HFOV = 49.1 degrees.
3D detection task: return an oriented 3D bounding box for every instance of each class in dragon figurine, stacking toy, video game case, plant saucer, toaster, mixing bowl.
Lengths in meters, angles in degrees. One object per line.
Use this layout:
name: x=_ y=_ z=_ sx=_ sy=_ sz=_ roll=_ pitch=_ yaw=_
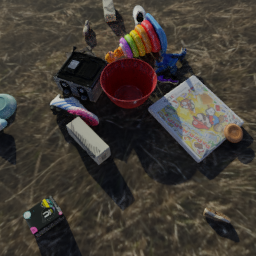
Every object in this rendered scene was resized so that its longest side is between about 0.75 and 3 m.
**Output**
dragon figurine: x=1.866 y=-2.868 z=12.793 sx=1.240 sy=0.734 sz=2.495 roll=20 pitch=59 yaw=13
stacking toy: x=0.223 y=-3.861 z=13.172 sx=2.907 sy=1.687 sz=1.596 roll=-28 pitch=59 yaw=-1
video game case: x=2.762 y=-0.483 z=11.409 sx=2.677 sy=0.337 sz=2.941 roll=-36 pitch=73 yaw=-19
plant saucer: x=4.153 y=0.185 z=10.985 sx=0.784 sy=0.127 sz=0.784 roll=3 pitch=72 yaw=-10
toaster: x=-1.922 y=-2.297 z=12.184 sx=1.843 sy=1.209 sz=2.038 roll=20 pitch=61 yaw=11
mixing bowl: x=0.025 y=-1.691 z=11.803 sx=2.290 sy=1.240 sz=2.290 roll=0 pitch=60 yaw=0
plant saucer: x=-5.531 y=-0.945 z=11.921 sx=1.469 sy=0.283 sz=1.469 roll=0 pitch=58 yaw=0

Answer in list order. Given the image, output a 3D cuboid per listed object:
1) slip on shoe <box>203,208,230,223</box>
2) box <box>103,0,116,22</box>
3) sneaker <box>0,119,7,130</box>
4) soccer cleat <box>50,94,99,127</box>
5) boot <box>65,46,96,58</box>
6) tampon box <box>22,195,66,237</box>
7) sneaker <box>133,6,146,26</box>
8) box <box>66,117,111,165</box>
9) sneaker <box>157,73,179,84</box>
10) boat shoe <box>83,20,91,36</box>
slip on shoe: x=3.017 y=3.041 z=9.546 sx=0.903 sy=0.343 sz=0.274 roll=22 pitch=102 yaw=3
box: x=-1.019 y=-6.369 z=15.051 sx=0.574 sy=0.478 sz=1.397 roll=-8 pitch=59 yaw=-5
sneaker: x=-5.620 y=-0.188 z=11.408 sx=1.535 sy=0.567 sz=0.629 roll=12 pitch=25 yaw=15
soccer cleat: x=-2.130 y=-0.812 z=11.542 sx=2.246 sy=0.784 sz=0.970 roll=19 pitch=61 yaw=11
boot: x=-2.215 y=-3.240 z=13.200 sx=1.327 sy=0.528 sz=1.524 roll=-22 pitch=52 yaw=-11
tampon box: x=-2.781 y=2.947 z=9.349 sx=1.075 sy=0.679 sz=0.805 roll=-33 pitch=65 yaw=-18
sneaker: x=0.657 y=-5.827 z=14.597 sx=0.716 sy=0.694 sz=1.960 roll=-6 pitch=59 yaw=-3
box: x=-1.521 y=0.478 z=10.788 sx=0.642 sy=0.772 sz=1.878 roll=-39 pitch=65 yaw=-20
sneaker: x=1.807 y=-2.284 z=12.595 sx=0.970 sy=0.482 sz=0.337 roll=10 pitch=60 yaw=7
boat shoe: x=-2.086 y=-5.085 z=14.362 sx=0.354 sy=0.393 sz=1.091 roll=11 pitch=54 yaw=-9
